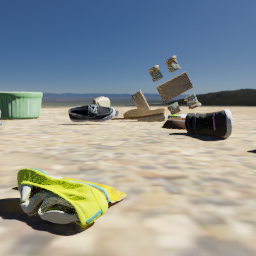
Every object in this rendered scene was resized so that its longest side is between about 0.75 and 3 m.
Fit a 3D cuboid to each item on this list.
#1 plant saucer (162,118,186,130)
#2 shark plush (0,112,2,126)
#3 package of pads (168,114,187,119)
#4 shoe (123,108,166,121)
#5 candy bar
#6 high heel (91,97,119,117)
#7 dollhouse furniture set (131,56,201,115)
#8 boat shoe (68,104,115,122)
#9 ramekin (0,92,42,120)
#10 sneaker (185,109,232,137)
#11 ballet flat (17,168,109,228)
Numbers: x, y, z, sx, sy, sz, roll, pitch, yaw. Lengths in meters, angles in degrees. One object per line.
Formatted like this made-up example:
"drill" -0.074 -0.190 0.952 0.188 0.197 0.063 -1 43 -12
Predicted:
"plant saucer" 1.881 -0.151 8.571 1.657 0.285 1.657 0 5 0
"shark plush" -4.713 -0.340 8.928 0.622 0.570 1.368 5 7 40
"package of pads" 2.019 -0.343 10.397 0.895 0.305 0.691 -5 6 -35
"shoe" 0.662 -0.453 11.206 1.763 0.471 0.616 -2 36 18
"candy bar" -0.521 0.511 2.426 1.062 0.118 0.265 2 2 28
"high heel" -1.683 -1.014 13.605 1.792 0.898 2.514 9 -8 19
"dollhouse furniture set" 1.617 -1.582 12.742 2.757 2.532 1.794 -28 3 3
"boat shoe" -1.245 -0.559 9.601 1.603 0.575 0.543 -3 -31 -2
"ramekin" -5.186 -1.033 12.899 2.429 1.187 2.429 0 5 0
"sneaker" 1.791 -0.089 6.449 0.863 0.615 1.740 -2 0 2
"ballet flat" -0.559 0.488 1.963 0.918 0.307 0.308 5 36 33
